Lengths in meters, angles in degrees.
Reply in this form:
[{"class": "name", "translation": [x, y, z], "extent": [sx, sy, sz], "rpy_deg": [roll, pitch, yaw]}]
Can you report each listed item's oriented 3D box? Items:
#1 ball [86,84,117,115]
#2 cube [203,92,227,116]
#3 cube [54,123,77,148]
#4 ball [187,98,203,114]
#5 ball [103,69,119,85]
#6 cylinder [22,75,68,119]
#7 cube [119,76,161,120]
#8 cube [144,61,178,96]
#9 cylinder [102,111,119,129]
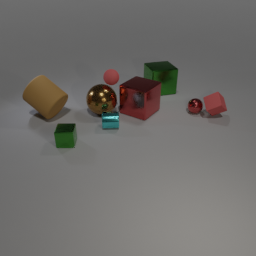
[{"class": "ball", "translation": [-1.187, -1.284, 12.641], "extent": [1.400, 1.400, 1.400], "rpy_deg": [0, 31, 0]}, {"class": "cube", "translation": [3.834, -1.057, 12.313], "extent": [0.700, 0.700, 0.700], "rpy_deg": [-22, 60, 32]}, {"class": "cube", "translation": [-2.360, 0.291, 10.667], "extent": [0.700, 0.700, 0.700], "rpy_deg": [0, 31, 0]}, {"class": "ball", "translation": [3.086, -1.014, 12.844], "extent": [0.700, 0.700, 0.700], "rpy_deg": [0, 31, 0]}, {"class": "ball", "translation": [-0.732, -2.228, 12.275], "extent": [0.700, 0.700, 0.700], "rpy_deg": [0, 31, 0]}, {"class": "cylinder", "translation": [-3.593, -1.345, 12.250], "extent": [1.400, 1.400, 1.400], "rpy_deg": [39, 39, 3]}, {"class": "cube", "translation": [0.559, -1.392, 12.796], "extent": [1.400, 1.400, 1.400], "rpy_deg": [19, 36, 29]}, {"class": "cube", "translation": [1.703, -2.641, 14.895], "extent": [1.400, 1.400, 1.400], "rpy_deg": [-8, 32, -14]}, {"class": "cylinder", "translation": [-0.724, -0.334, 11.710], "extent": [0.700, 0.700, 0.700], "rpy_deg": [-2, 31, -2]}]
